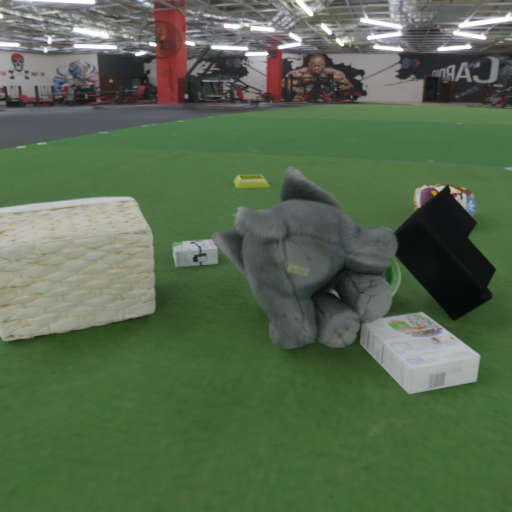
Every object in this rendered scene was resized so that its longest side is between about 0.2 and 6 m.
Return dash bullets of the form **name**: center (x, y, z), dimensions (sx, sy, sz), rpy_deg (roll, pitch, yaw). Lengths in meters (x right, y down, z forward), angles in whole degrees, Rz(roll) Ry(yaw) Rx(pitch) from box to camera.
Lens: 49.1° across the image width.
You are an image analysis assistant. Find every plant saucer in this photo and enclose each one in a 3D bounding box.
- **plant saucer**: center (-0.149, -2.346, 17.463), dimensions (1.043, 0.250, 1.045), rpy_deg (-3, 20, -7)

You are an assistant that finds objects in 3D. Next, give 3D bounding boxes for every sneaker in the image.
- **sneaker**: center (4.372, -1.144, 12.872), dimensions (1.261, 1.049, 2.799), rpy_deg (2, 19, 23)

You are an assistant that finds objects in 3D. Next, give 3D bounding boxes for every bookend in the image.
- **bookend**: center (3.061, -0.103, 8.845), dimensions (1.591, 0.738, 1.601), rpy_deg (49, 41, 4)

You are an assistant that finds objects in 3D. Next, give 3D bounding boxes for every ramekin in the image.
- **ramekin**: center (1.784, 0.325, 8.926), dimensions (0.932, 0.932, 0.455), rpy_deg (-1, -8, -3)

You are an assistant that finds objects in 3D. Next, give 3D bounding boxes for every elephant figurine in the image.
- **elephant figurine**: center (0.472, -0.123, 8.353), dimensions (2.228, 2.443, 3.148), rpy_deg (-8, 25, -14)

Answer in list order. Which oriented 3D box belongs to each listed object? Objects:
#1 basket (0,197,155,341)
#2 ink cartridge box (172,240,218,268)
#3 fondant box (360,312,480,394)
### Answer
- **basket**: center (-2.790, 0.165, 8.407), dimensions (2.426, 1.644, 1.497), rpy_deg (-9, 25, -23)
- **ink cartridge box**: center (-1.180, -0.054, 10.853), dimensions (0.820, 0.340, 0.601), rpy_deg (-5, 20, -13)
- **fondant box**: center (2.066, 1.209, 7.234), dimensions (0.949, 0.383, 1.316), rpy_deg (-6, 21, -15)
